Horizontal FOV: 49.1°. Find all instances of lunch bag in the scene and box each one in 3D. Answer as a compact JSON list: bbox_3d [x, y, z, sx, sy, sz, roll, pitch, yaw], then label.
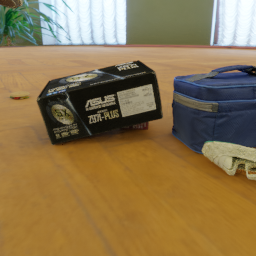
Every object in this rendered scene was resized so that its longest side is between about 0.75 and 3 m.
[{"bbox_3d":[2.651,-0.642,7.282,2.857,1.890,1.941,-8,22,-18],"label":"lunch bag"}]

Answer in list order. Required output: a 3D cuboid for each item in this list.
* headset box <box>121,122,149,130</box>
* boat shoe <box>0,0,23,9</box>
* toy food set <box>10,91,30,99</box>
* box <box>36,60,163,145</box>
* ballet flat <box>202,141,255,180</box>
[{"bbox_3d":[0.235,-0.235,8.416,0.960,0.360,0.714,2,20,4],"label":"headset box"},{"bbox_3d":[-3.416,-3.347,6.846,1.739,0.625,0.518,30,60,5],"label":"boat shoe"},{"bbox_3d":[-4.558,-1.378,11.799,0.802,0.195,0.794,-8,22,-22],"label":"toy food set"},{"bbox_3d":[-0.787,-0.874,8.001,2.994,1.289,2.452,-13,21,-3],"label":"box"},{"bbox_3d":[2.316,0.684,5.561,1.892,0.679,0.679,7,21,34],"label":"ballet flat"}]
